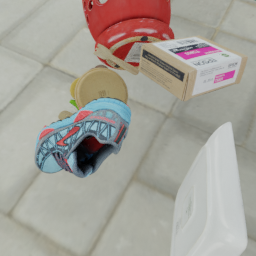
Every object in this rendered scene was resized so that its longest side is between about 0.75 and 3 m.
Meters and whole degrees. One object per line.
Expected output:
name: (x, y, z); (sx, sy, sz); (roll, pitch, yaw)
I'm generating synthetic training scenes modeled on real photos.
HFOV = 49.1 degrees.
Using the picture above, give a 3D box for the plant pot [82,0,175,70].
plant pot: (0.011, -2.806, 7.292); (2.309, 2.309, 2.102); (-6, 74, -4)

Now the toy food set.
toy food set: (-0.659, -0.802, 6.563); (1.345, 0.391, 1.948); (29, 83, -11)

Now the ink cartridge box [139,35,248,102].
ink cartridge box: (1.250, -1.242, 5.462); (1.623, 0.609, 1.337); (-19, 42, -31)

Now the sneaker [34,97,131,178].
sneaker: (-0.873, 0.341, 4.405); (0.835, 2.104, 1.005); (36, 39, -30)

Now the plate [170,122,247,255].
plate: (1.151, 1.370, 4.647); (0.376, 2.325, 2.320); (16, 41, 1)
